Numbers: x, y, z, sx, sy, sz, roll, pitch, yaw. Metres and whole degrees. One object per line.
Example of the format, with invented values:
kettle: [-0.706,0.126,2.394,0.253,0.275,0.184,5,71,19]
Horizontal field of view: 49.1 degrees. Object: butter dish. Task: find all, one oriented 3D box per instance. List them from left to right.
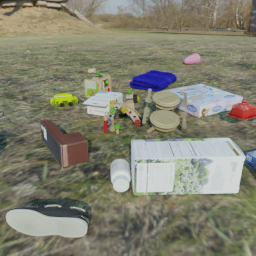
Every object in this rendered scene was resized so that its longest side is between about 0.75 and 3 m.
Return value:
butter dish: [4.628,-0.774,11.221,0.987,0.731,0.990,-15,23,-23]

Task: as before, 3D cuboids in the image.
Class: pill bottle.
pill bottle: [-0.206,1.317,7.760,0.549,0.549,0.960,-1,24,-3]

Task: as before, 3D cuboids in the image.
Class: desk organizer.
desk organizer: [-2.204,0.411,9.491,0.893,0.832,2.319,-11,26,-29]

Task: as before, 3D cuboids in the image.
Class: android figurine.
android figurine: [-3.269,-1.433,14.292,1.348,0.304,1.481,-9,26,-19]

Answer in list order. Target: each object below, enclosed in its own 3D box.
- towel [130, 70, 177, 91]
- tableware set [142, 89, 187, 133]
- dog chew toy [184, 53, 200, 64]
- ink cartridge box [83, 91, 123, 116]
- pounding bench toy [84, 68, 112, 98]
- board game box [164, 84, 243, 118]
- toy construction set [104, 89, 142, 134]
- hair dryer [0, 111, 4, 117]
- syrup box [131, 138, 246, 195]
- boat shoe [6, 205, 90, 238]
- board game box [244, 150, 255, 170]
towel: [1.618,-3.020,17.359,2.136,0.717,2.893,11,26,25]
tableware set: [1.524,-0.668,11.599,1.751,0.531,2.649,7,39,6]
dog chew toy: [5.300,-5.698,23.347,1.416,0.882,0.882,-18,29,-19]
ink cartridge box: [-1.137,-1.095,13.035,1.166,0.687,2.026,9,25,19]
pounding bench toy: [-1.566,-2.498,15.059,1.012,1.629,1.270,11,27,24]
board game box: [3.598,-1.451,13.963,2.839,0.584,2.832,-13,27,-28]
toy construction set: [-0.340,-0.772,11.314,1.630,1.502,1.955,12,27,26]
hair dryer: [-6.951,-0.529,12.164,2.483,0.675,1.891,10,8,12]
syrup box: [1.538,1.027,7.677,2.870,1.130,1.169,-1,24,-3]
boat shoe: [-1.728,1.967,6.168,1.771,0.654,0.534,4,24,1]
board game box: [4.815,1.242,8.095,1.560,0.397,2.305,-9,25,-19]
